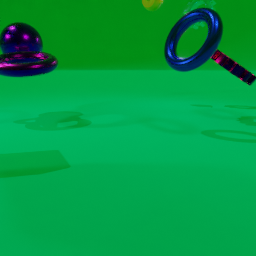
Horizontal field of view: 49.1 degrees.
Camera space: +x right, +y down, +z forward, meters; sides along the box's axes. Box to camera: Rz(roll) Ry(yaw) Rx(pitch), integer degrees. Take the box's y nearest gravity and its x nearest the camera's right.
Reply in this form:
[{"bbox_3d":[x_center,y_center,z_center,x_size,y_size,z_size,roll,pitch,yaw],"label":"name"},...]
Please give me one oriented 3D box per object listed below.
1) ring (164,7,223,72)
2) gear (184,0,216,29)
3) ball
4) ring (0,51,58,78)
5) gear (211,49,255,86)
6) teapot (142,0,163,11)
[{"bbox_3d":[1.351,-1.874,5.964,0.286,1.430,1.430,20,-3,-39],"label":"ring"},{"bbox_3d":[2.549,-4.183,10.020,0.226,1.223,1.223,14,1,-41],"label":"gear"},{"bbox_3d":[-3.288,-2.594,8.648,1.271,1.271,1.271,0,13,0],"label":"ball"},{"bbox_3d":[-2.693,-1.693,7.317,1.696,0.339,1.696,2,27,-1],"label":"ring"},{"bbox_3d":[2.849,-1.729,7.729,1.514,0.280,1.514,29,24,-14],"label":"gear"},{"bbox_3d":[0.869,-4.691,10.261,1.213,0.754,0.594,26,27,31],"label":"teapot"}]
